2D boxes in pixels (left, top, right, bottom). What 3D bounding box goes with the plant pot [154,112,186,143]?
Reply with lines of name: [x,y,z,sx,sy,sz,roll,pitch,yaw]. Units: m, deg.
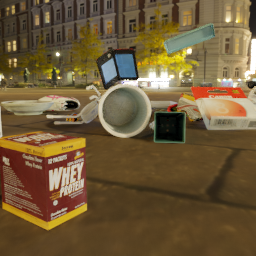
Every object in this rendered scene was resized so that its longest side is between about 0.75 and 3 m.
plant pot: [1.222,-0.056,8.366,0.863,0.863,1.221,1,4,6]

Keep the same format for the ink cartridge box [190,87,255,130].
ink cartridge box: [3.921,-1.064,10.931,2.339,0.723,2.884,0,42,-3]

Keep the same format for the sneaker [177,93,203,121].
sneaker: [3.224,-0.656,12.090,2.498,1.026,0.972,28,9,40]

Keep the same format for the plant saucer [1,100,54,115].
plant saucer: [-5.382,-1.091,15.123,2.698,0.677,2.698,0,10,0]

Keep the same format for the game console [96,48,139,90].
game console: [-0.410,-2.435,11.804,0.955,1.608,1.386,29,59,34]

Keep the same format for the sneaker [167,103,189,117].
sneaker: [2.822,-0.852,13.136,0.960,0.870,2.260,1,-5,-42]

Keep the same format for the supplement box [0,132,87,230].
supplement box: [-1.108,0.609,3.662,0.970,0.984,0.653,7,11,35]

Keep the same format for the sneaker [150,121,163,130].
sneaker: [1.015,-0.058,9.825,0.562,0.441,1.132,-4,-1,16]

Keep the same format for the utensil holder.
utensil holder: [-0.228,-0.633,9.440,1.640,1.640,1.929,-1,7,-9]

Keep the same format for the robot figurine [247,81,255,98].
robot figurine: [6.888,-1.367,13.173,2.199,1.826,2.927,3,8,45]

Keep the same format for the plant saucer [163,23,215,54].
plant saucer: [1.980,-2.905,9.095,1.617,0.153,0.565,-16,-33,16]

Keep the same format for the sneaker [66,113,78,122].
sneaker: [-2.334,-0.414,12.245,0.448,0.349,0.997,18,13,11]

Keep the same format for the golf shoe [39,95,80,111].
golf shoe: [-4.158,-1.490,16.828,2.543,0.923,1.171,-3,10,-19]

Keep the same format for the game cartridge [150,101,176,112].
game cartridge: [2.084,-1.143,15.180,1.485,0.463,2.231,7,0,26]

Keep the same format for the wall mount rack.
wall mount rack: [-1.932,-0.635,10.814,2.063,0.885,2.375,-40,-6,-8]

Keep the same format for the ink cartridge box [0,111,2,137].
ink cartridge box: [-4.020,-0.105,8.114,0.244,0.973,1.121,0,9,-1]
